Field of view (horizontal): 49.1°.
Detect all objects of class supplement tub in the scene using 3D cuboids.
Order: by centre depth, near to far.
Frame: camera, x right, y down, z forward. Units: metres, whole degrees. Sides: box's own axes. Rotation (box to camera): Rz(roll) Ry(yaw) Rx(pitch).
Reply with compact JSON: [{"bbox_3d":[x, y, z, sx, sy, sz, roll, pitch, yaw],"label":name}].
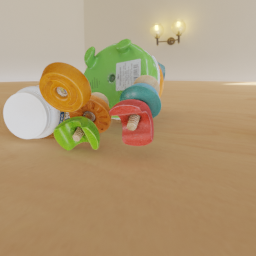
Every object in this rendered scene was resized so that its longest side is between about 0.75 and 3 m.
[{"bbox_3d":[-2.137,-0.450,7.048,1.259,1.259,1.740,2,14,10],"label":"supplement tub"}]

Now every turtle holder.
[{"bbox_3d":[-0.242,-1.041,7.652,2.630,1.999,1.868,-36,-23,24],"label":"turtle holder"}]

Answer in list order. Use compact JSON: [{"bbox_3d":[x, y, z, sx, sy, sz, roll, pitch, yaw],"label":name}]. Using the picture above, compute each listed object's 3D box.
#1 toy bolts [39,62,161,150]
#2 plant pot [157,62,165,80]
[{"bbox_3d":[-0.411,-0.652,5.460,2.116,2.021,1.467,0,41,21],"label":"toy bolts"},{"bbox_3d":[0.573,-1.677,9.899,1.206,1.205,1.706,31,50,-3],"label":"plant pot"}]
